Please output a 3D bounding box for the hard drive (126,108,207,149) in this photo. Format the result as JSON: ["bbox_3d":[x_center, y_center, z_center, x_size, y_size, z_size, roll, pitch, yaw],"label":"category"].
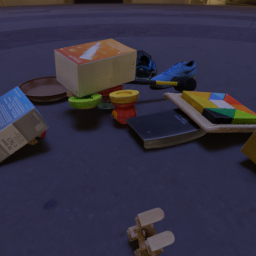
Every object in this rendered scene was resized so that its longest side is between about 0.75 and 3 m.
[{"bbox_3d":[1.190,-0.022,8.389,2.190,0.463,1.477,-12,31,-20],"label":"hard drive"}]

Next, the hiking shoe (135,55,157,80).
[{"bbox_3d":[0.905,-2.948,13.052,0.875,1.019,2.351,5,30,9],"label":"hiking shoe"}]

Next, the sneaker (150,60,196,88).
[{"bbox_3d":[1.952,-2.395,12.159,2.477,0.971,0.816,-18,36,-26],"label":"sneaker"}]

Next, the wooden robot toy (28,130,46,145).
[{"bbox_3d":[-2.748,-0.029,8.307,0.546,0.563,1.240,-2,30,-2],"label":"wooden robot toy"}]

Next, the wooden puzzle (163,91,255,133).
[{"bbox_3d":[2.879,-0.618,8.925,2.633,0.530,2.846,0,26,-25],"label":"wooden puzzle"}]

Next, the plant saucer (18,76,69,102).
[{"bbox_3d":[-3.188,-1.538,11.171,2.234,0.409,2.234,0,30,0],"label":"plant saucer"}]

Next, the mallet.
[{"bbox_3d":[1.072,-1.699,10.541,2.913,0.600,0.959,1,9,-12],"label":"mallet"}]

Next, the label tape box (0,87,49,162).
[{"bbox_3d":[-3.600,0.106,7.519,2.494,0.825,1.787,-39,41,-12],"label":"label tape box"}]

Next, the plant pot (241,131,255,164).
[{"bbox_3d":[4.257,0.399,6.227,1.945,1.958,2.003,-15,53,-26],"label":"plant pot"}]

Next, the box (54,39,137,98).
[{"bbox_3d":[-1.032,-2.041,9.197,2.274,1.108,1.414,-24,45,-34],"label":"box"}]

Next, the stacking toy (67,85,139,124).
[{"bbox_3d":[-0.879,-0.725,9.322,2.145,1.001,2.369,-11,20,-15],"label":"stacking toy"}]

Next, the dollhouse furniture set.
[{"bbox_3d":[0.567,1.905,4.459,0.725,1.023,1.114,-13,59,-19],"label":"dollhouse furniture set"}]

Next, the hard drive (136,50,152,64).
[{"bbox_3d":[-0.066,-3.735,15.002,2.341,0.495,1.579,-9,30,-16],"label":"hard drive"}]
